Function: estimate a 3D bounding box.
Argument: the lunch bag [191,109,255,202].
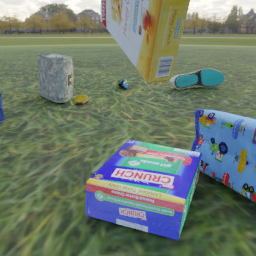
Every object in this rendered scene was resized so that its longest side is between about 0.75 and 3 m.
[{"bbox_3d":[2.876,0.425,5.444,2.665,1.254,2.006,0,15,-29],"label":"lunch bag"}]

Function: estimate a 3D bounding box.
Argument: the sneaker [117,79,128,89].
[{"bbox_3d":[-0.265,-2.059,13.219,0.480,0.411,1.158,-12,17,-2],"label":"sneaker"}]

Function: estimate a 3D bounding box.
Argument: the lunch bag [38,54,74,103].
[{"bbox_3d":[-2.783,-1.999,11.002,1.227,1.711,2.086,-6,20,-26],"label":"lunch bag"}]

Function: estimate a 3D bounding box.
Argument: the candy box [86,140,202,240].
[{"bbox_3d":[0.344,0.880,4.639,1.471,0.670,1.739,9,23,19],"label":"candy box"}]

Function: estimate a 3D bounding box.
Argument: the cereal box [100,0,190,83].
[{"bbox_3d":[0.130,-2.277,4.831,0.521,1.895,2.634,-12,45,-20],"label":"cereal box"}]

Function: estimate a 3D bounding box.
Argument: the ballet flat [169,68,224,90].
[{"bbox_3d":[3.211,-2.326,13.224,2.684,0.905,0.837,-6,11,-16],"label":"ballet flat"}]

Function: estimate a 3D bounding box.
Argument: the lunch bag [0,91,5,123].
[{"bbox_3d":[-4.793,-0.752,7.773,1.628,1.585,2.396,6,20,17],"label":"lunch bag"}]

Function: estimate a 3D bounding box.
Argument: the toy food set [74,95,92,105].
[{"bbox_3d":[-1.700,-1.007,10.534,0.753,0.246,0.443,17,50,43],"label":"toy food set"}]
